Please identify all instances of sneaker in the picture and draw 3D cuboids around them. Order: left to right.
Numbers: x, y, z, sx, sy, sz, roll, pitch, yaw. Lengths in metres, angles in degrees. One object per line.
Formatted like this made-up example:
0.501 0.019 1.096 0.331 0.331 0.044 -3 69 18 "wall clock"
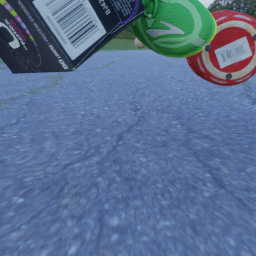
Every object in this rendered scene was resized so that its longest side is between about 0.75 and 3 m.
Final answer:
0.022 -2.122 4.351 2.952 1.093 1.234 42 23 10 "sneaker"

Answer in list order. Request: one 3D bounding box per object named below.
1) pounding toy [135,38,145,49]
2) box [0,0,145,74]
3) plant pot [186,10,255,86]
1.279 -3.820 10.375 2.159 1.667 1.002 -32 62 -12 "pounding toy"
-1.292 -1.780 3.987 1.367 1.576 2.578 -46 31 -22 "box"
2.244 -1.878 6.551 1.738 1.738 1.582 3 17 8 "plant pot"
